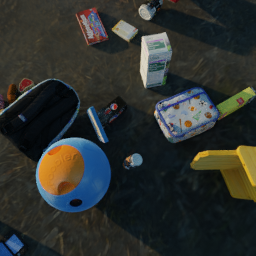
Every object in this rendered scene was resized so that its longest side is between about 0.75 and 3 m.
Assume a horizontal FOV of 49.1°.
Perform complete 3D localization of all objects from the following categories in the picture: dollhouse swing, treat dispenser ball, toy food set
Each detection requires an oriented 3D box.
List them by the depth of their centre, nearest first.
[{"bbox_3d":[-1.771,1.530,9.255,2.406,2.406,2.406,0,68,0],"label":"treat dispenser ball"},{"bbox_3d":[3.381,1.674,9.350,1.847,2.101,1.910,-15,69,-7],"label":"dollhouse swing"},{"bbox_3d":[-4.658,-1.172,11.437,1.588,0.393,2.498,36,72,13],"label":"toy food set"}]

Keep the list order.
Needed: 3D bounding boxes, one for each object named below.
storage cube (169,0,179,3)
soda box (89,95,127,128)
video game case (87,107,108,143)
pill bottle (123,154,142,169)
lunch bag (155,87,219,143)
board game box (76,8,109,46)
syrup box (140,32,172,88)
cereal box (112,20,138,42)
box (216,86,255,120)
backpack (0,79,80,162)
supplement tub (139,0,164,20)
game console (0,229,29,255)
[{"bbox_3d":[1.905,-7.473,12.600,2.235,2.351,2.615,27,49,10],"label":"storage cube"},{"bbox_3d":[-0.762,-0.579,11.141,1.556,0.493,0.550,-40,73,-14],"label":"soda box"},{"bbox_3d":[-1.077,-0.100,9.634,0.151,1.700,1.216,-25,95,-10],"label":"video game case"},{"bbox_3d":[0.125,1.140,9.300,0.411,0.773,0.411,11,64,-24],"label":"pill bottle"},{"bbox_3d":[2.203,-0.554,10.957,2.289,0.865,1.834,-21,68,-9],"label":"lunch bag"},{"bbox_3d":[-1.676,-4.732,13.004,0.978,0.185,1.901,-20,69,-7],"label":"board game box"},{"bbox_3d":[1.047,-2.586,10.998,0.893,2.267,0.923,-12,68,-5],"label":"syrup box"},{"bbox_3d":[-0.134,-4.477,12.887,0.995,0.197,0.716,36,72,14],"label":"cereal box"},{"bbox_3d":[4.281,-0.993,11.232,1.760,0.662,0.441,-28,71,-12],"label":"box"},{"bbox_3d":[-3.071,-0.512,10.352,2.290,2.158,2.807,40,90,-1],"label":"backpack"},{"bbox_3d":[1.116,-5.705,13.094,0.742,0.742,1.211,33,73,13],"label":"supplement tub"},{"bbox_3d":[-3.932,3.948,9.278,0.921,0.547,0.794,41,74,14],"label":"game console"}]
